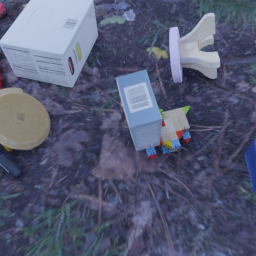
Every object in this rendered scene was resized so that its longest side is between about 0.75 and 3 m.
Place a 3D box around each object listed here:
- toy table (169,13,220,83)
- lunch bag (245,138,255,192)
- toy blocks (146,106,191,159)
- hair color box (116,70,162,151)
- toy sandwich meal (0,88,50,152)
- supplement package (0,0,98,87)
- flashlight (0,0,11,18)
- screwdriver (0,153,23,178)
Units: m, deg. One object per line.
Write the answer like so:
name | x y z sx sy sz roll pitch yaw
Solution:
toy table | 2.075 -2.398 8.839 1.359 2.133 2.321 -6 52 14
lunch bag | 4.391 0.749 6.903 2.434 1.610 1.653 -3 57 -1
toy blocks | 1.073 0.165 7.870 1.718 0.859 1.175 -14 69 -7
hair color box | 0.299 -0.281 6.544 0.687 2.266 1.122 -15 73 0
toy sandwich meal | -3.192 -0.218 7.972 1.987 0.681 1.987 19 55 -30
supplement package | -2.459 -3.000 9.384 2.111 1.503 2.711 12 59 9
flashlight | -5.371 -4.269 10.741 0.674 0.677 1.992 6 53 41
screwdriver | -3.732 0.409 7.314 2.453 0.357 0.342 45 72 -7
